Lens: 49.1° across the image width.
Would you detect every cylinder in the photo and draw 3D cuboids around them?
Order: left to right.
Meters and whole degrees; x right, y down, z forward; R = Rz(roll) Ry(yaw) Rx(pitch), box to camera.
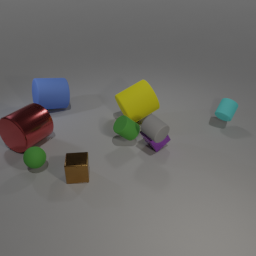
[{"bbox_3d":[-3.717,-0.026,10.267,1.400,1.400,1.400,15,33,25],"label":"cylinder"},{"bbox_3d":[-3.532,-1.568,12.781,1.400,1.400,1.400,-7,29,-28],"label":"cylinder"},{"bbox_3d":[-0.049,0.003,10.039,0.700,0.700,0.700,33,8,-38],"label":"cylinder"},{"bbox_3d":[0.380,-1.081,11.681,1.400,1.400,1.400,-30,35,-5],"label":"cylinder"},{"bbox_3d":[0.905,0.023,9.338,0.700,0.700,0.700,-23,49,-35],"label":"cylinder"},{"bbox_3d":[3.969,-0.734,11.295,0.700,0.700,0.700,23,77,35],"label":"cylinder"}]

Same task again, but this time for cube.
[{"bbox_3d":[-1.582,1.243,8.772,0.700,0.700,0.700,-3,31,-5],"label":"cube"},{"bbox_3d":[0.983,0.290,10.117,0.700,0.700,0.700,-41,45,-7],"label":"cube"}]

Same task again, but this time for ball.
[{"bbox_3d":[-2.961,0.939,8.905,0.700,0.700,0.700,0,30,0],"label":"ball"}]
